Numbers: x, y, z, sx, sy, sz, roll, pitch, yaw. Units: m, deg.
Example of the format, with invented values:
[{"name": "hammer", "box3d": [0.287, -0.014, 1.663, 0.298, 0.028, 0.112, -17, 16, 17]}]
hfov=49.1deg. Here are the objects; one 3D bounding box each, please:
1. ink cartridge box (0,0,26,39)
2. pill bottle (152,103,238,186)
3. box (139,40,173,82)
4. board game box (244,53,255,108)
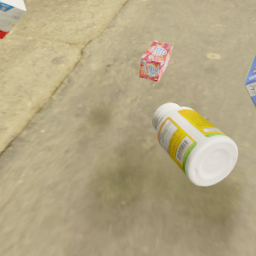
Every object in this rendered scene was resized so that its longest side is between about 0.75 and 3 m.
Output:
[{"name": "ink cartridge box", "box3d": [-3.454, -3.018, 7.558, 0.758, 1.305, 0.439, -3, 67, -55]}, {"name": "pill bottle", "box3d": [1.103, 0.187, 5.171, 0.948, 0.948, 1.707, -14, 32, -14]}, {"name": "box", "box3d": [0.693, -1.658, 6.871, 0.516, 0.539, 1.081, 18, 43, 12]}, {"name": "board game box", "box3d": [2.976, -0.153, 4.750, 0.610, 2.723, 1.831, -18, 23, 43]}]
